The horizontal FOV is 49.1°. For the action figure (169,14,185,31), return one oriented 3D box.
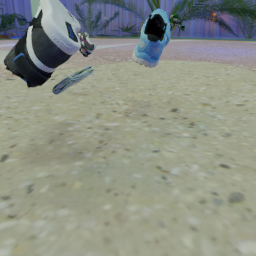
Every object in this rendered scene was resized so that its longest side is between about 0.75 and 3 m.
[{"bbox_3d":[1.278,-2.906,7.617,0.229,0.494,0.836,-23,30,3],"label":"action figure"}]

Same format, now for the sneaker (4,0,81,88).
[{"bbox_3d":[-1.955,-1.905,6.148,1.644,1.074,2.939,-40,31,14],"label":"sneaker"}]

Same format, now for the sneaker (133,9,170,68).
[{"bbox_3d":[0.944,-3.052,8.747,1.035,1.188,2.641,18,50,-3],"label":"sneaker"}]

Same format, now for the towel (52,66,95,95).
[{"bbox_3d":[-1.119,-0.975,5.732,0.790,0.190,0.676,-19,15,46],"label":"towel"}]

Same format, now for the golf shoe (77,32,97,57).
[{"bbox_3d":[-1.947,-3.620,11.239,0.704,1.598,0.617,-39,2,2],"label":"golf shoe"}]
